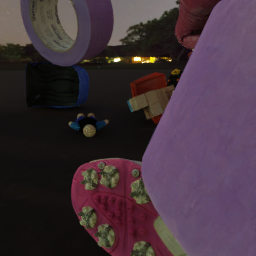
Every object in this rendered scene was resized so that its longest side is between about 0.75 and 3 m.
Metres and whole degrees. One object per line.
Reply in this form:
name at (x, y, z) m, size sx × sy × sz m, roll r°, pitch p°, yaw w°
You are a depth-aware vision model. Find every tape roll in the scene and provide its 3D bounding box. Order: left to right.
tape roll at (-1.977, -3.563, 9.005) m, size 2.902 × 2.902 × 1.233 m, roll 9°, pitch 30°, yaw 32°
tape roll at (1.501, 0.294, 1.751) m, size 2.666 × 1.133 × 2.666 m, roll 23°, pitch 14°, yaw -6°

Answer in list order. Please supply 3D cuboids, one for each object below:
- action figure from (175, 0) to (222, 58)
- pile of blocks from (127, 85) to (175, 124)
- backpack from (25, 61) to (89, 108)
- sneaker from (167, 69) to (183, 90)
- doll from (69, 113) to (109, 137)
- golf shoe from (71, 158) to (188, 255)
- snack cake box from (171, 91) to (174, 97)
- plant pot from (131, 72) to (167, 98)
action figure at (1.304, -2.243, 5.277) m, size 2.159 × 1.943 × 2.900 m, roll 1°, pitch -27°, yaw 2°
pile of blocks at (0.677, -0.575, 8.110) m, size 1.150 × 0.871 × 2.802 m, roll -20°, pitch 3°, yaw 25°
backpack at (-2.452, -1.618, 10.288) m, size 2.074 × 1.685 × 1.740 m, roll 3°, pitch 12°, yaw 16°
sneaker at (2.009, -1.982, 12.555) m, size 0.995 × 1.280 × 2.845 m, roll 6°, pitch 15°, yaw 23°
doll at (-0.966, -0.102, 6.936) m, size 0.975 × 0.346 × 1.430 m, roll -2°, pitch 14°, yaw -9°
golf shoe at (0.586, 0.816, 2.560) m, size 2.423 × 0.913 × 1.109 m, roll 11°, pitch 3°, yaw 30°
snack cake box at (1.750, -0.810, 8.780) m, size 0.441 × 0.756 × 1.314 m, roll 24°, pitch 23°, yaw 26°
plant pot at (0.742, -1.304, 10.275) m, size 1.083 × 1.228 × 1.229 m, roll -12°, pitch 16°, yaw -9°
